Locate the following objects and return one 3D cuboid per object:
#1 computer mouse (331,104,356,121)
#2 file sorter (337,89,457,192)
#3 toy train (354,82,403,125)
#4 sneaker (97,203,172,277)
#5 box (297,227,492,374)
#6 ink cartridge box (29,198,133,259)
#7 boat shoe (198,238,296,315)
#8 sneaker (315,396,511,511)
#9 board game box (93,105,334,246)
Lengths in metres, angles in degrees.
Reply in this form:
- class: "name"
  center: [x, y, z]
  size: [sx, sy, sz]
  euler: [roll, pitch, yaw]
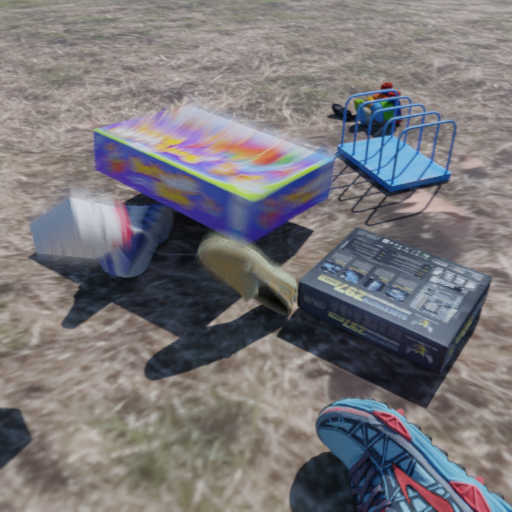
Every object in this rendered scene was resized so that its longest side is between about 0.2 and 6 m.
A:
- class: "computer mouse"
  center: [2.700, -4.470, 17.556]
  size: [0.631, 0.240, 0.911]
  euler: [-25, 54, -34]
- class: "file sorter"
  center: [3.551, -3.047, 14.307]
  size: [1.810, 1.600, 2.608]
  euler: [-13, 37, -19]
- class: "toy train"
  center: [3.651, -4.819, 17.527]
  size: [1.327, 0.971, 2.294]
  euler: [-13, 35, 3]
- class: "sneaker"
  center: [-2.721, -0.390, 11.174]
  size: [1.386, 0.970, 2.400]
  euler: [4, 27, 13]
- class: "box"
  center: [2.397, 0.638, 9.802]
  size: [2.711, 0.692, 2.138]
  euler: [23, 41, 29]
- class: "ink cartridge box"
  center: [-2.494, -0.372, 8.022]
  size: [0.838, 0.481, 1.154]
  euler: [-28, -15, 21]
- class: "boat shoe"
  center: [-0.107, 0.403, 9.449]
  size: [1.998, 0.716, 0.761]
  euler: [27, 46, -24]
- class: "sneaker"
  center: [1.639, 2.767, 6.408]
  size: [1.382, 1.148, 2.894]
  euler: [-29, 44, -33]
- class: "board game box"
  center: [-0.942, -1.951, 12.066]
  size: [4.313, 0.966, 2.900]
  euler: [27, 38, 29]
